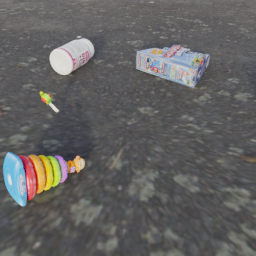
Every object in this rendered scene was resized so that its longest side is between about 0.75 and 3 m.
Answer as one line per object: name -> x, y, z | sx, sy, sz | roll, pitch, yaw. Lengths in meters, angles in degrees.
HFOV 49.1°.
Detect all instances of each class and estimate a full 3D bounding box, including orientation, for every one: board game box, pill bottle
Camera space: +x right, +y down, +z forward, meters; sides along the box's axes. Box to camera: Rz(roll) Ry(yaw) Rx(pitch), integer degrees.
board game box -> 1.740, -2.660, 11.030 | 2.535, 0.782, 2.536 | 16, 37, 19
pill bottle -> -2.178, -2.917, 11.229 | 1.025, 1.025, 1.809 | 15, 38, 20

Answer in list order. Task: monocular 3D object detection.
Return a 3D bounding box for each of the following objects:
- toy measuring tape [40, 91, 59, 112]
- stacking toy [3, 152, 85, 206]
toy measuring tape -> -2.293, -0.766, 8.212 | 0.284, 0.772, 0.284 | -34, 20, 14
stacking toy -> -1.636, 0.915, 5.921 | 1.679, 0.975, 0.922 | -8, 12, -37
